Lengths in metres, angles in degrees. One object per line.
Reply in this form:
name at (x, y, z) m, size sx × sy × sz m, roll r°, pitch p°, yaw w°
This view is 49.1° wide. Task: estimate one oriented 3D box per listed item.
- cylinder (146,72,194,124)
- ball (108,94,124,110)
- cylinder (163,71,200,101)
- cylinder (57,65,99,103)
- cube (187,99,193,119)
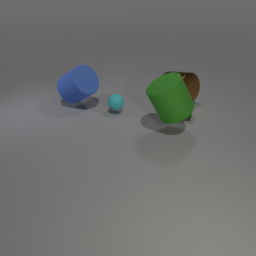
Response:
cylinder at (1.588, -1.117, 10.500) m, size 1.400 × 1.400 × 1.400 m, roll -24°, pitch 30°, yaw 15°
ball at (-0.532, -1.160, 12.419) m, size 0.700 × 0.700 × 0.700 m, roll 0°, pitch 30°, yaw 0°
cylinder at (2.398, -1.935, 13.181) m, size 1.400 × 1.400 × 1.400 m, roll -21°, pitch 24°, yaw -32°
cylinder at (-2.283, -1.985, 12.793) m, size 1.400 × 1.400 × 1.400 m, roll -18°, pitch 11°, yaw 45°
cube at (2.415, -0.866, 12.075) m, size 0.700 × 0.700 × 0.700 m, roll 5°, pitch 22°, yaw 14°
